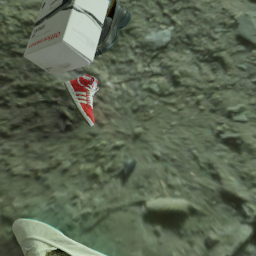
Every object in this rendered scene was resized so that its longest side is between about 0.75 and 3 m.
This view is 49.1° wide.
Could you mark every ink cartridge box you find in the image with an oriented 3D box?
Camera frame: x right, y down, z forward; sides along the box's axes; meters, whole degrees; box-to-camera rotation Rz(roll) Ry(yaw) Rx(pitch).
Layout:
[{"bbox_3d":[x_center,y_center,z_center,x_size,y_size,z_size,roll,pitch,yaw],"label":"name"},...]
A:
[{"bbox_3d":[-1.669,-3.016,7.916,1.880,1.095,2.600,-4,66,41],"label":"ink cartridge box"}]

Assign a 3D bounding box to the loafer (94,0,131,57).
[{"bbox_3d":[-0.657,-3.079,8.600,0.763,0.758,2.096,-1,54,39],"label":"loafer"}]

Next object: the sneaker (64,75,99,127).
[{"bbox_3d":[-1.098,-0.848,7.892,0.891,0.565,1.585,-28,68,-8],"label":"sneaker"}]

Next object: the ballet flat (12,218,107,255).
[{"bbox_3d":[-1.489,2.817,6.048,2.718,0.944,0.944,22,69,8],"label":"ballet flat"}]
